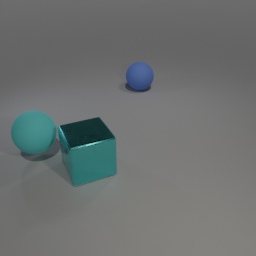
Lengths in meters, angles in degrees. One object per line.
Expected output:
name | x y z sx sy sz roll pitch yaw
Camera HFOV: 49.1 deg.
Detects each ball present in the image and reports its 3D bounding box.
ball | 0.594 -2.617 14.117 1.400 1.400 1.400 0 31 0
ball | -3.034 0.136 9.069 1.400 1.400 1.400 0 31 0

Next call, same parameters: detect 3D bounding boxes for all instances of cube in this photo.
cube | -1.255 0.686 8.674 1.400 1.400 1.400 -14 34 -21
